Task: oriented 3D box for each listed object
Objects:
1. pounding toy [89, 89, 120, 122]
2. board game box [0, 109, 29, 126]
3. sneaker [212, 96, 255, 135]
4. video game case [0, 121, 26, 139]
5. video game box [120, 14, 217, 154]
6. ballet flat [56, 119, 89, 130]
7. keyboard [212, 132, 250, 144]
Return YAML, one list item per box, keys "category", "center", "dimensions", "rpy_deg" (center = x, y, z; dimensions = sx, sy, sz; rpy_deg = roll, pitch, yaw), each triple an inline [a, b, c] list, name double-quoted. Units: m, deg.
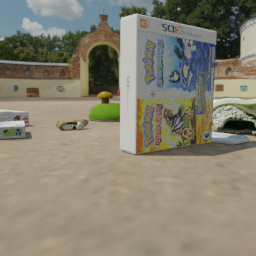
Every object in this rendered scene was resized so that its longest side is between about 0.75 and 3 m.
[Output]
- category: "pounding toy"
  center: [-0.606, -1.030, 11.944]
  dimensions: [2.160, 1.299, 2.799]
  rpy_deg: [-1, 7, -9]
- category: "board game box"
  center: [-4.905, -0.358, 9.612]
  dimensions: [2.875, 0.497, 1.815]
  rpy_deg: [7, 9, 44]
- category: "sneaker"
  center: [3.449, -0.189, 7.341]
  dimensions: [2.727, 1.049, 1.208]
  rpy_deg: [-5, 37, 12]
- category: "video game case"
  center: [-3.235, 0.048, 7.025]
  dimensions: [1.228, 0.308, 1.355]
  rpy_deg: [-3, 7, -21]
- category: "video game box"
  center: [0.838, -0.796, 5.432]
  dimensions: [2.154, 2.364, 0.553]
  rpy_deg: [-5, 9, -35]
- category: "ballet flat"
  center: [-1.624, -0.065, 8.331]
  dimensions: [1.001, 0.353, 0.327]
  rpy_deg: [-6, 35, -25]
- category: "keyboard"
  center: [1.601, 0.169, 6.975]
  dimensions: [0.746, 0.141, 2.652]
  rpy_deg: [-12, 12, -37]
